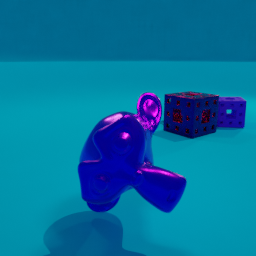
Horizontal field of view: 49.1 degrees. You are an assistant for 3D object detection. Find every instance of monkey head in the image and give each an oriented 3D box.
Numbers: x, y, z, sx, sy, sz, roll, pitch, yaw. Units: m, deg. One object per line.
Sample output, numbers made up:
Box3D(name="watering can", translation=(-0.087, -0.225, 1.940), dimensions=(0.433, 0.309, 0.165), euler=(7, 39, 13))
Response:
Box3D(name="monkey head", translation=(0.046, 0.446, 3.436), dimensions=(1.304, 1.812, 1.092), euler=(28, 6, 6))

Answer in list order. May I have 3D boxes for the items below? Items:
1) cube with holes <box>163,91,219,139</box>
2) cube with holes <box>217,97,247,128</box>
Box3D(name="cube with holes", translation=(1.787, -0.421, 8.008), dimensions=(1.078, 1.078, 1.078), euler=(-11, 18, -36))
Box3D(name="cube with holes", translation=(3.189, -0.518, 8.830), dimensions=(0.815, 0.815, 0.815), euler=(1, 15, 10))
